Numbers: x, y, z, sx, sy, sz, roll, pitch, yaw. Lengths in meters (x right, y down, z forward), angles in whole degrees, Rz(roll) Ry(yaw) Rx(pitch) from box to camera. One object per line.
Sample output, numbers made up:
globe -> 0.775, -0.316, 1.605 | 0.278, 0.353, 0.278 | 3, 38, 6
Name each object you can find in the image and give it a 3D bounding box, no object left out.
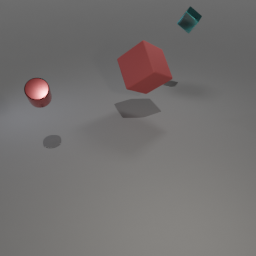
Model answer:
cylinder -> -2.664, -1.038, 8.339 | 0.700, 0.700, 0.700 | 2, 75, -9
cube -> 0.667, -2.349, 11.119 | 1.400, 1.400, 1.400 | -27, -18, 33
cube -> 2.722, -4.785, 12.400 | 0.700, 0.700, 0.700 | 38, 48, -6
